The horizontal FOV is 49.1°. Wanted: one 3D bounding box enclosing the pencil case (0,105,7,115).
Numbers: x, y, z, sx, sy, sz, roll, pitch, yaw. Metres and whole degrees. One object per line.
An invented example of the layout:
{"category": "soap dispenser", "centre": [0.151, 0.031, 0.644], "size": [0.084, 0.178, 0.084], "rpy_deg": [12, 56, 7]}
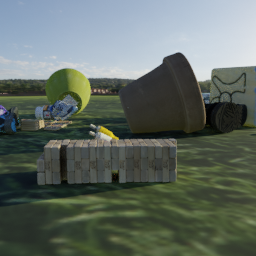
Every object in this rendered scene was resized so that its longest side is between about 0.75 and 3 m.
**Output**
{"category": "pencil case", "centre": [-6.224, -0.739, 13.654], "size": [0.666, 0.678, 1.586], "rpy_deg": [-8, 10, -28]}

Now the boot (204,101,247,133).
{"category": "boot", "centre": [3.014, -0.502, 10.565], "size": [2.139, 1.077, 2.862], "rpy_deg": [11, 7, 38]}

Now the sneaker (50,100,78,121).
{"category": "sneaker", "centre": [-2.826, -0.780, 11.846], "size": [1.831, 0.780, 0.706], "rpy_deg": [-10, 33, 50]}

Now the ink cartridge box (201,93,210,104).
{"category": "ink cartridge box", "centre": [4.433, -1.212, 14.882], "size": [0.723, 1.255, 1.720], "rpy_deg": [-3, 9, -18]}

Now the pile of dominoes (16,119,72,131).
{"category": "pile of dominoes", "centre": [-3.463, -0.277, 11.406], "size": [1.975, 0.403, 2.534], "rpy_deg": [0, 9, 3]}

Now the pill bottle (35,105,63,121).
{"category": "pill bottle", "centre": [-3.648, -0.703, 13.203], "size": [1.265, 0.736, 0.736], "rpy_deg": [0, 8, 3]}

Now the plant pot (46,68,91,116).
{"category": "plant pot", "centre": [-3.271, -1.743, 15.546], "size": [2.653, 2.653, 2.835], "rpy_deg": [-2, 22, -13]}

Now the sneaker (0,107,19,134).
{"category": "sneaker", "centre": [-4.384, -0.303, 10.011], "size": [0.832, 0.744, 2.031], "rpy_deg": [-5, 14, -13]}

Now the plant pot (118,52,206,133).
{"category": "plant pot", "centre": [1.017, -0.890, 9.522], "size": [2.374, 2.723, 2.723], "rpy_deg": [-19, 8, 3]}

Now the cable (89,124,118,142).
{"category": "cable", "centre": [-0.076, 0.454, 5.633], "size": [1.614, 0.784, 0.406], "rpy_deg": [15, -38, -22]}

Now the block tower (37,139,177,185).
{"category": "block tower", "centre": [-0.295, 0.555, 4.825], "size": [2.374, 0.641, 0.686], "rpy_deg": [-1, 9, -5]}

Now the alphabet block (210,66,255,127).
{"category": "alphabet block", "centre": [5.336, -1.412, 12.174], "size": [2.499, 2.485, 2.545], "rpy_deg": [-3, 10, -29]}
